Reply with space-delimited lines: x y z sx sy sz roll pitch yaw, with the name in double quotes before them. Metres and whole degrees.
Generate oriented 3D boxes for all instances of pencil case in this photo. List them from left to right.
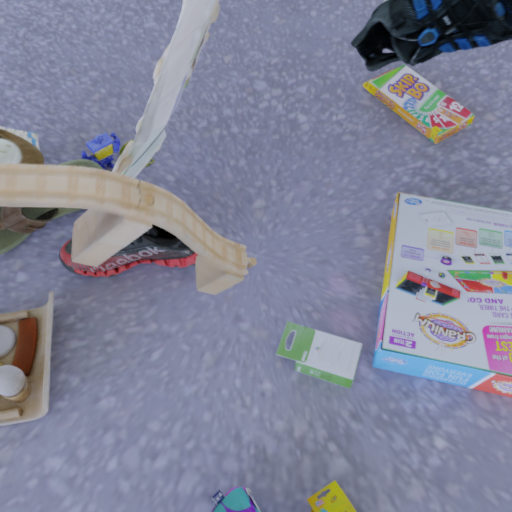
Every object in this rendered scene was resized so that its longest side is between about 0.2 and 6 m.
"pencil case" 0.187 3.500 6.456 1.851 0.788 0.855 34 66 21

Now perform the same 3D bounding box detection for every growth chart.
"growth chart" -1.067 -2.905 7.942 0.386 4.348 3.146 25 25 -6

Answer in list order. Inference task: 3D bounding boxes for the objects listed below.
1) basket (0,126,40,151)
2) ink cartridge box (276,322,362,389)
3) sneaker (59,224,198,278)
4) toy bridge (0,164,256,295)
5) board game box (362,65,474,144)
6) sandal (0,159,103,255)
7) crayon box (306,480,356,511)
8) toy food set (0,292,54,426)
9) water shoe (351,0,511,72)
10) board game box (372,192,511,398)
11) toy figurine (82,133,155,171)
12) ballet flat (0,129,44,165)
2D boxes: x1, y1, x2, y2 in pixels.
"basket" -4.575 -1.596 9.775 1.544 1.074 1.362 1 51 -23
"ink cartridge box" 0.910 1.435 8.165 1.152 0.342 0.598 16 57 11
"sneaker" -1.987 -0.280 8.877 2.386 1.166 0.843 -7 58 -3
"toy bridge" -1.544 -0.334 6.040 4.023 1.352 0.547 15 59 -38
"board game box" 3.265 -3.186 11.447 1.044 0.328 2.185 -30 58 -20
"sandal" -3.722 -0.893 9.267 2.715 1.078 0.775 -34 17 -22
"crayon box" 1.014 3.263 6.984 0.471 0.188 0.742 -26 60 -17
"toy food set" -4.125 1.481 7.874 2.519 0.761 1.808 -8 55 -5
"water shoe" 2.687 -3.232 7.963 1.383 1.253 3.506 -45 22 -6
"board game box" 3.136 0.490 8.656 2.312 0.609 3.021 12 56 8
"toy figurine" -2.630 -1.874 10.163 1.443 0.864 0.761 -33 61 -20
"ballet flat" -3.765 -1.569 7.658 0.578 1.706 0.617 -55 27 9
